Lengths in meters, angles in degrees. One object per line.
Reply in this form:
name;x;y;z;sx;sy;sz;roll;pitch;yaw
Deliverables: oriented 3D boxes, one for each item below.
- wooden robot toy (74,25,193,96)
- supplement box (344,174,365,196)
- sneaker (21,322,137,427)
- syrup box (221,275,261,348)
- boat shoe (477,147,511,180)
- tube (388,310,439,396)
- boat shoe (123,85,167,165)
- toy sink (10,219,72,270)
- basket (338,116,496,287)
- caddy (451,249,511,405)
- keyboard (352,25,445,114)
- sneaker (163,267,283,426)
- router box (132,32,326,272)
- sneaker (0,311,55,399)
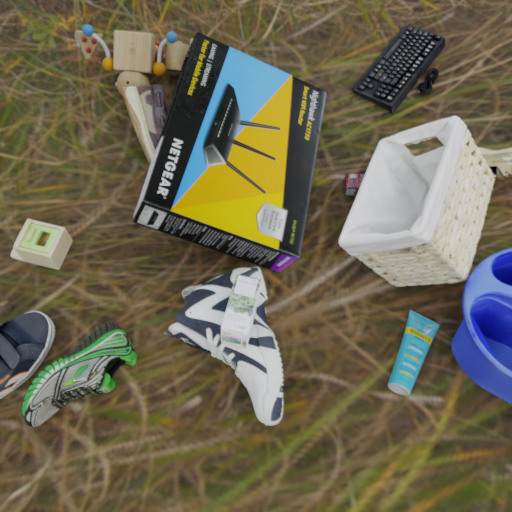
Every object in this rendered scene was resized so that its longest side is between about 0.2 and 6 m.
wooden robot toy;-2.420;-3.999;12.158;3.310;1.458;1.502;6;99;3
supplement box;2.041;-1.408;11.111;0.561;0.290;0.367;2;63;1
sneaker;-2.865;2.009;9.107;2.065;0.806;0.879;-41;71;-19
syrup box;-0.233;0.858;8.814;0.422;0.437;1.072;11;53;5
boat shoe;4.853;-1.786;11.141;1.803;0.651;0.586;5;73;4
tube;2.668;1.656;9.574;0.567;0.369;1.463;30;62;0
boat shoe;-1.787;-2.258;11.055;0.953;1.058;2.942;-23;67;-7
toy sink;-4.060;-0.250;10.373;1.008;0.565;0.657;14;64;7
basket;2.884;-0.846;9.812;1.586;1.743;2.572;41;61;-28
caddy;4.837;1.312;8.932;3.339;1.753;2.361;29;66;14
keyboard;3.388;-4.190;12.510;1.497;0.320;2.493;32;69;15
sneaker;-0.575;1.515;9.196;1.794;1.100;2.757;-10;64;-3
router box;-0.352;-1.955;10.463;2.883;0.987;3.865;19;63;-16
sneaker;-4.400;1.834;9.102;0.995;1.007;2.536;32;66;17
